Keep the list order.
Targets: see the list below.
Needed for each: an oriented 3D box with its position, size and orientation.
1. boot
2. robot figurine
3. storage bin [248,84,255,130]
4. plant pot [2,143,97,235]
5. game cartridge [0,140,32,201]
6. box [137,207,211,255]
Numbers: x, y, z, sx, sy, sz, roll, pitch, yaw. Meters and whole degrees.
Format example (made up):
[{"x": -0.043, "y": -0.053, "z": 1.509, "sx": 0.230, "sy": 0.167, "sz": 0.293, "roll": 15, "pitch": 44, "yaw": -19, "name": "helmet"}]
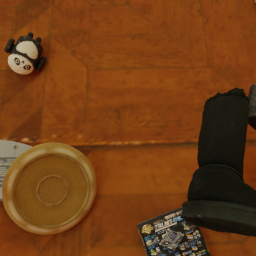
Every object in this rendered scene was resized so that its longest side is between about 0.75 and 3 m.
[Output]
[{"x": 1.556, "y": 0.448, "z": 4.499, "sx": 1.038, "sy": 2.804, "sz": 2.298, "roll": 13, "pitch": 74, "yaw": 11, "name": "boot"}, {"x": -3.158, "y": -2.308, "z": 8.691, "sx": 0.988, "sy": 0.821, "sz": 1.315, "roll": 15, "pitch": 70, "yaw": 13, "name": "robot figurine"}, {"x": 3.441, "y": -0.245, "z": 5.992, "sx": 1.734, "sy": 1.172, "sz": 0.813, "roll": 29, "pitch": 72, "yaw": -33, "name": "storage bin"}, {"x": -1.863, "y": 1.516, "z": 6.906, "sx": 2.296, "sy": 0.316, "sz": 2.296, "roll": 0, "pitch": 89, "yaw": -20, "name": "plant pot"}, {"x": -3.766, "y": 1.145, "z": 7.616, "sx": 2.472, "sy": 0.513, "sz": 1.646, "roll": 0, "pitch": 65, "yaw": 0, "name": "game cartridge"}, {"x": 1.147, "y": 2.872, "z": 7.008, "sx": 1.488, "sy": 0.370, "sz": 1.477, "roll": -19, "pitch": 70, "yaw": -7, "name": "box"}]
